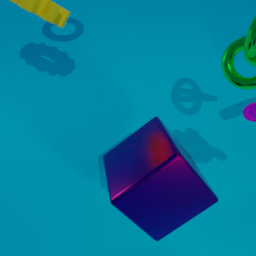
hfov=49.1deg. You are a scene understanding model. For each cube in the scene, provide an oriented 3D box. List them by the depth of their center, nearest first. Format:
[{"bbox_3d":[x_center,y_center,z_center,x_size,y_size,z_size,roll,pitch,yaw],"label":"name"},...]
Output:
[{"bbox_3d":[0.503,0.863,4.927,1.306,1.306,1.306,-37,28,10],"label":"cube"}]

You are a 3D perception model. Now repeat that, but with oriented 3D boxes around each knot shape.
[{"bbox_3d":[2.454,-1.490,5.025,1.509,1.412,0.697,-14,40,9],"label":"knot shape"}]

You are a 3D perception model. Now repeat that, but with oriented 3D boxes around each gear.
[{"bbox_3d":[-2.219,-2.802,5.871,2.024,2.024,0.374,36,105,21],"label":"gear"}]

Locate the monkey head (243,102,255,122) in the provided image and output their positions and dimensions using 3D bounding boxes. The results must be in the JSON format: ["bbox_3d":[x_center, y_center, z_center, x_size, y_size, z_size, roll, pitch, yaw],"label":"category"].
[{"bbox_3d":[2.452,-0.039,3.839,1.607,1.156,0.968,27,18,15],"label":"monkey head"}]
